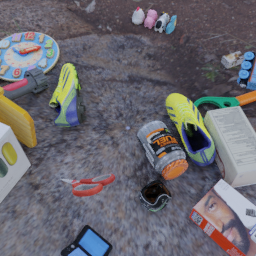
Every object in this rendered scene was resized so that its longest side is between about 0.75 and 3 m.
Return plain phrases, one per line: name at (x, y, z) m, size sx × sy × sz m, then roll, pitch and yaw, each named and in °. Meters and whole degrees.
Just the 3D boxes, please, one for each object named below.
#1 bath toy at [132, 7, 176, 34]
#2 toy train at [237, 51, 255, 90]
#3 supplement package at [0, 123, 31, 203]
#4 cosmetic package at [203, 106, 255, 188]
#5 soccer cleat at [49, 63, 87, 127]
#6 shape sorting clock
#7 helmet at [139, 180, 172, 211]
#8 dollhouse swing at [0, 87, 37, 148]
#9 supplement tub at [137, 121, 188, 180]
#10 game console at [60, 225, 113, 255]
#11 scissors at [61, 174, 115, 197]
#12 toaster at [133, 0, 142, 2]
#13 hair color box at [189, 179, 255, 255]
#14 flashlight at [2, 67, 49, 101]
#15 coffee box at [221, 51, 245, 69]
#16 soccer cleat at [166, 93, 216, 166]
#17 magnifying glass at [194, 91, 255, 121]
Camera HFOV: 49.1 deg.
bath toy at (1.191, -5.160, 13.172) m, size 2.112 × 0.781 × 0.919 m, roll 22°, pitch 55°, yaw 17°
toy train at (2.707, -1.259, 6.074) m, size 0.511 × 0.388 × 0.894 m, roll 16°, pitch 73°, yaw 19°
supplement package at (-3.997, 0.830, 7.777) m, size 1.491 × 1.980 × 1.502 m, roll 21°, pitch 55°, yaw 15°
cosmetic package at (3.265, 0.546, 8.621) m, size 1.190 × 1.004 × 2.302 m, roll -7°, pitch 52°, yaw -6°
soccer cleat at (-2.272, -1.284, 10.080) m, size 1.240 × 0.959 × 2.966 m, roll -13°, pitch 53°, yaw -4°
shape sorting clock at (-4.352, -3.065, 11.676) m, size 2.932 × 0.575 × 2.932 m, roll 0°, pitch 52°, yaw 0°
helmet at (0.720, 1.902, 7.703) m, size 0.777 × 0.815 × 0.815 m, roll -39°, pitch 56°, yaw 10°
dollhouse swing at (-4.068, 0.000, 8.333) m, size 1.891 × 2.081 × 1.829 m, roll -32°, pitch 67°, yaw -30°
supplement tub at (1.047, 0.671, 8.515) m, size 1.021 × 1.021 × 1.666 m, roll -21°, pitch 55°, yaw -15°
game console at (-1.025, 3.034, 6.956) m, size 0.953 × 0.554 × 0.838 m, roll 31°, pitch 21°, yaw 23°
scissors at (-1.104, 1.148, 5.708) m, size 2.145 × 0.149 × 0.785 m, roll -11°, pitch 12°, yaw 45°
toaster at (0.234, -4.809, 8.791) m, size 1.908 × 1.232 × 1.084 m, roll -2°, pitch 78°, yaw -45°
hair color box at (2.902, 2.588, 7.223) m, size 1.275 × 0.735 × 2.298 m, roll -37°, pitch 60°, yaw -24°
flashlight at (-4.169, -1.404, 9.837) m, size 0.938 × 0.934 × 2.760 m, roll 30°, pitch 46°, yaw 24°
coffee box at (4.387, -2.832, 11.643) m, size 0.854 × 0.340 × 0.488 m, roll -18°, pitch 54°, yaw -13°
soccer cleat at (1.946, -0.179, 8.951) m, size 0.958 × 1.240 × 2.963 m, roll -26°, pitch 53°, yaw 10°
magnifying glass at (3.679, -0.845, 10.168) m, size 2.993 × 0.335 × 1.191 m, roll -19°, pitch 55°, yaw -12°
